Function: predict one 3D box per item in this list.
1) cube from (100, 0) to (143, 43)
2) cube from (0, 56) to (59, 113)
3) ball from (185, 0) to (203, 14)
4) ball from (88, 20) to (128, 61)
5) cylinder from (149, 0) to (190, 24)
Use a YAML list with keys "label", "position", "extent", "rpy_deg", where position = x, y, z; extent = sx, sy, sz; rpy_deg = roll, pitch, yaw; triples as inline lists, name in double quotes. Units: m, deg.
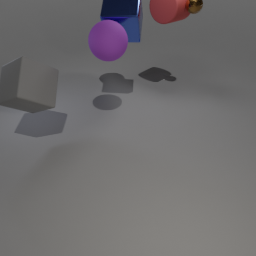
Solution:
- label: "cube"
  position: [-0.198, -4.332, 10.891]
  extent: [1.400, 1.400, 1.400]
  rpy_deg: [3, 67, 7]
- label: "cube"
  position: [-3.403, -1.406, 9.567]
  extent: [1.400, 1.400, 1.400]
  rpy_deg: [-8, -15, 40]
- label: "ball"
  position: [2.684, -5.000, 11.347]
  extent: [0.700, 0.700, 0.700]
  rpy_deg: [0, 34, 0]
- label: "ball"
  position: [-0.701, -3.071, 9.901]
  extent: [1.400, 1.400, 1.400]
  rpy_deg: [0, 34, 0]
- label: "cylinder"
  position: [1.866, -5.266, 11.975]
  extent: [1.400, 1.400, 1.400]
  rpy_deg: [24, 38, 32]
